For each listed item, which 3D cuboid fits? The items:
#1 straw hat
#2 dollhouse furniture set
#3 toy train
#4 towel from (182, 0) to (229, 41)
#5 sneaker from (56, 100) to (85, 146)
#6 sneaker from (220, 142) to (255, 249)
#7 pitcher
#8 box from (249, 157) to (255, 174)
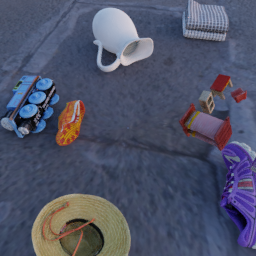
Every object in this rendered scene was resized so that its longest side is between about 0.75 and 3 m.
[{"bbox_3d":[-0.988,2.368,5.845,1.961,0.830,1.961,10,44,-10],"label":"straw hat"},{"bbox_3d":[1.917,-0.455,5.932,0.893,0.675,1.659,24,73,36],"label":"dollhouse furniture set"},{"bbox_3d":[-3.056,-0.716,8.726,1.290,0.979,2.257,2,49,14],"label":"toy train"},{"bbox_3d":[3.425,-4.853,12.510,1.859,0.961,2.245,6,47,4],"label":"towel"},{"bbox_3d":[-1.819,-0.124,8.484,0.680,0.644,1.764,-10,40,22],"label":"sneaker"},{"bbox_3d":[2.658,1.449,6.636,1.118,1.081,2.680,-5,48,3],"label":"sneaker"},{"bbox_3d":[-0.597,-3.427,10.959,2.207,1.559,2.572,-32,60,-9],"label":"pitcher"},{"bbox_3d":[2.713,0.185,4.968,0.286,1.465,1.003,38,72,26],"label":"box"}]
